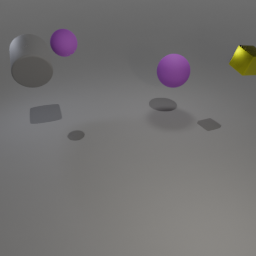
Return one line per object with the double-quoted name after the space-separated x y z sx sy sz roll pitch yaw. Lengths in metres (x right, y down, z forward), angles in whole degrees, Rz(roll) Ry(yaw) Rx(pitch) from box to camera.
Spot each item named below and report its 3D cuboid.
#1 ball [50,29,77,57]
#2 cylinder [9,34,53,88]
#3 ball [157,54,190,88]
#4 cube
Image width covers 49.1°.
-1.676 -2.223 7.320 0.700 0.700 0.700 0 31 0 "ball"
-3.517 -2.431 10.161 1.400 1.400 1.400 -10 50 -16 "cylinder"
1.914 -2.403 11.809 1.400 1.400 1.400 0 31 0 "ball"
3.816 -2.150 8.913 0.700 0.700 0.700 -8 47 -29 "cube"
